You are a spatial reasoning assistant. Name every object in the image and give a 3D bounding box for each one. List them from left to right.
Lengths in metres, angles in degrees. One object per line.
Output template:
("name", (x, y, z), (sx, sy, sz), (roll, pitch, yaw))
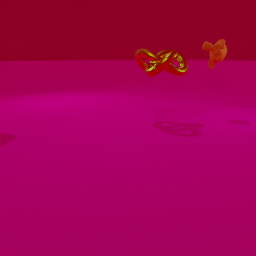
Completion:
("knot shape", (1.001, -2.185, 9.319), (1.710, 0.845, 1.828), (13, 21, 32))
("monkey head", (3.089, -2.756, 10.027), (0.842, 1.171, 0.705), (24, 1, 15))
